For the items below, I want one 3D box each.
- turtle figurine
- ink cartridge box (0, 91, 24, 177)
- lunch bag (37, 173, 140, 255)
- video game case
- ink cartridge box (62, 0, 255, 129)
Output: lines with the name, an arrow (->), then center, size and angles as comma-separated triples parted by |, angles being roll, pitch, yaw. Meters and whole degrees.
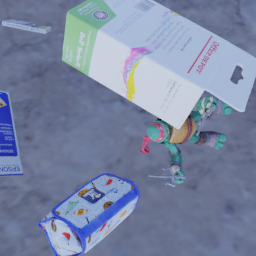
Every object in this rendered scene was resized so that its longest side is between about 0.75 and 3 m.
turtle figurine -> 1.170, 0.051, 5.592 | 2.370, 1.774, 1.193 | -13, 41, -42
ink cartridge box -> -3.273, 0.065, 5.619 | 0.491, 2.066, 2.091 | -26, 70, 31
lunch bag -> -0.703, 1.620, 5.245 | 1.457, 1.714, 1.061 | -31, 87, -38
video game case -> -2.586, -2.640, 7.288 | 1.031, 1.132, 0.125 | 8, 111, -12
ink cartridge box -> 0.556, -1.114, 4.592 | 2.796, 0.941, 1.637 | 32, 49, 7
